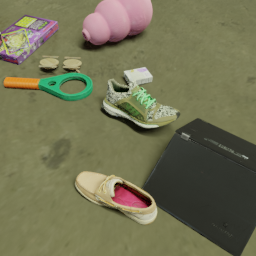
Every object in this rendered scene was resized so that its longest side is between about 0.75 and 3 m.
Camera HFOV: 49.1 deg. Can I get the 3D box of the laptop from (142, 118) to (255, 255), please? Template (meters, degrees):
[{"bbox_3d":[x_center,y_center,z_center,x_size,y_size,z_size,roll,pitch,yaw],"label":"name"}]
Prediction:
[{"bbox_3d":[2.215,1.195,7.166,2.576,1.594,2.751,29,26,23],"label":"laptop"}]

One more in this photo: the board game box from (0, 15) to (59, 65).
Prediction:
[{"bbox_3d":[-4.248,-3.630,11.262,1.686,0.454,2.809,15,50,18],"label":"board game box"}]

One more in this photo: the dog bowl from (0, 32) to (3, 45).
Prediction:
[{"bbox_3d":[-5.488,-3.264,10.482,1.713,0.632,1.713,-12,51,15],"label":"dog bowl"}]

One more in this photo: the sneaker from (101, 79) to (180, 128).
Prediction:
[{"bbox_3d":[0.286,-0.779,8.003,2.494,1.105,0.959,17,42,24],"label":"sneaker"}]

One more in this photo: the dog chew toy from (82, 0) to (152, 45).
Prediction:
[{"bbox_3d":[-0.485,-4.256,10.942,2.944,1.833,1.833,-35,57,-17],"label":"dog chew toy"}]

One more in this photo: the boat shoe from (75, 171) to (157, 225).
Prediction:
[{"bbox_3d":[-0.296,1.453,6.521,2.145,0.742,0.791,20,51,16],"label":"boat shoe"}]

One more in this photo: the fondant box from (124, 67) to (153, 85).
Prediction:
[{"bbox_3d":[0.339,-1.774,9.653,0.837,0.244,0.604,-14,49,-19],"label":"fondant box"}]

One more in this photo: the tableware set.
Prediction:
[{"bbox_3d":[-2.416,-2.264,10.123,1.467,0.294,0.970,1,36,-7],"label":"tableware set"}]

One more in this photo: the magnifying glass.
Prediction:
[{"bbox_3d":[-2.658,-1.440,9.406,2.965,0.332,1.180,5,49,2],"label":"magnifying glass"}]
